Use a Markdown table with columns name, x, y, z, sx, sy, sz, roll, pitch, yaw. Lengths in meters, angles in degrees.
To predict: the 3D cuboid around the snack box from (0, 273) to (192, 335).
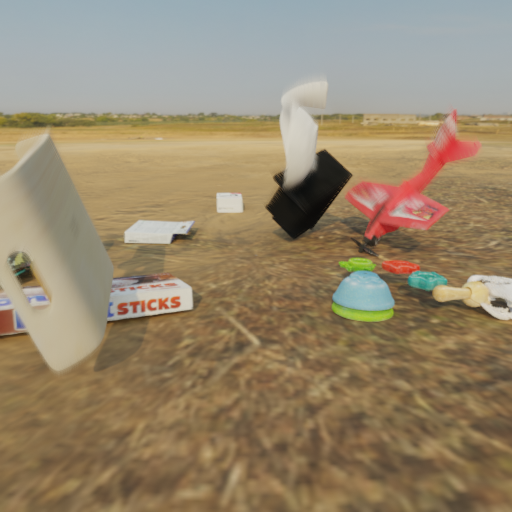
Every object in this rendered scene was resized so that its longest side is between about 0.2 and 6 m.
| name | x | y | z | sx | sy | sz | roll | pitch | yaw |
| --- | --- | --- | --- | --- | --- | --- | --- | --- | --- |
| snack box | -2.115 | 0.538 | 6.414 | 2.611 | 0.317 | 0.939 | -5 | 13 | -25 |

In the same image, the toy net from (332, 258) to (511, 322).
| name | x | y | z | sx | sy | sz | roll | pitch | yaw |
| --- | --- | --- | --- | --- | --- | --- | --- | --- | --- |
| toy net | 2.211 | 0.453 | 6.771 | 2.507 | 0.484 | 1.315 | 5 | 13 | 12 |

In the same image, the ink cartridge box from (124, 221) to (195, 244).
| name | x | y | z | sx | sy | sz | roll | pitch | yaw |
| --- | --- | --- | --- | --- | --- | --- | --- | --- | --- |
| ink cartridge box | -1.790 | -0.453 | 10.599 | 1.151 | 0.234 | 1.148 | 1 | 15 | 3 |

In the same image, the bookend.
| name | x | y | z | sx | sy | sz | roll | pitch | yaw |
| --- | --- | --- | --- | --- | --- | --- | --- | --- | --- |
| bookend | 0.701 | -0.909 | 9.948 | 0.721 | 1.565 | 1.555 | 45 | 47 | 11 |

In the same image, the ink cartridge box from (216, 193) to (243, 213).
| name | x | y | z | sx | sy | sz | roll | pitch | yaw |
| --- | --- | --- | --- | --- | --- | --- | --- | --- | --- |
| ink cartridge box | -0.650 | -1.296 | 13.605 | 0.619 | 0.355 | 0.852 | -1 | 15 | -4 |

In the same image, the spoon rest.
| name | x | y | z | sx | sy | sz | roll | pitch | yaw |
| --- | --- | --- | --- | --- | --- | --- | --- | --- | --- |
| spoon rest | 0.616 | -1.926 | 8.401 | 0.690 | 1.131 | 2.276 | 8 | 42 | 9 |

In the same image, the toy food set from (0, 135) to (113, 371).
| name | x | y | z | sx | sy | sz | roll | pitch | yaw |
| --- | --- | --- | --- | --- | --- | --- | --- | --- | --- |
| toy food set | -1.930 | -0.138 | 5.045 | 0.650 | 1.544 | 2.151 | -21 | 24 | -2 |

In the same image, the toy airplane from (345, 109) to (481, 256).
| name | x | y | z | sx | sy | sz | roll | pitch | yaw |
| --- | --- | --- | --- | --- | --- | --- | --- | --- | --- |
| toy airplane | 2.620 | -1.178 | 9.468 | 0.523 | 2.843 | 2.843 | 36 | 1 | -23 |

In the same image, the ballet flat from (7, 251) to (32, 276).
| name | x | y | z | sx | sy | sz | roll | pitch | yaw |
| --- | --- | --- | --- | --- | --- | --- | --- | --- | --- |
| ballet flat | -3.416 | -0.125 | 7.951 | 0.897 | 0.923 | 2.594 | -1 | 13 | 30 |
